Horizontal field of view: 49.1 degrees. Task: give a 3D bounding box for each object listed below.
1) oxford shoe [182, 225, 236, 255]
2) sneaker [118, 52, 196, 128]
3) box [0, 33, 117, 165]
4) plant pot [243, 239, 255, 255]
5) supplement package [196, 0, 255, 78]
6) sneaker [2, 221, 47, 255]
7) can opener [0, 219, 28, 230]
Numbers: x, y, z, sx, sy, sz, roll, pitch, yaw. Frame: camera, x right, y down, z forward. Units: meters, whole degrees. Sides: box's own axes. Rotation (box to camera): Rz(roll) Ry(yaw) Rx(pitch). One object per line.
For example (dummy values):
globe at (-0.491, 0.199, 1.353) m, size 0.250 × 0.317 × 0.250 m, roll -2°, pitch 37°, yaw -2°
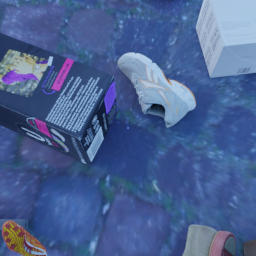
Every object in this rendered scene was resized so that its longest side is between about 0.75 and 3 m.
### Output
oxford shoe at (1.253, 3.173, 5.305) m, size 0.983 × 0.926 × 2.630 m, roll 7°, pitch 69°, yaw 44°
sneaker at (0.502, -0.967, 7.026) m, size 2.335 × 0.884 × 1.074 m, roll 39°, pitch 76°, yaw 17°
box at (-1.898, -0.614, 6.312) m, size 2.951 × 1.804 × 1.565 m, roll 23°, pitch 68°, yaw 10°
plant pot at (2.956, 2.605, 5.259) m, size 1.457 × 1.362 × 1.362 m, roll -2°, pitch 65°, yaw 20°
supplement package at (2.961, -2.541, 7.416) m, size 1.770 × 1.361 × 1.851 m, roll -6°, pitch 66°, yaw -3°
sneaker at (-2.042, 2.226, 5.466) m, size 0.415 × 0.438 × 1.137 m, roll -39°, pitch 111°, yaw -15°
can opener at (-2.826, 1.972, 5.948) m, size 1.361 × 0.358 × 0.452 m, roll 4°, pitch 72°, yaw 1°
